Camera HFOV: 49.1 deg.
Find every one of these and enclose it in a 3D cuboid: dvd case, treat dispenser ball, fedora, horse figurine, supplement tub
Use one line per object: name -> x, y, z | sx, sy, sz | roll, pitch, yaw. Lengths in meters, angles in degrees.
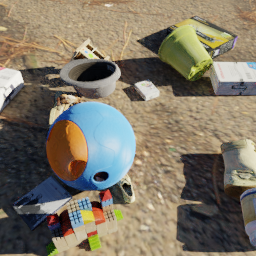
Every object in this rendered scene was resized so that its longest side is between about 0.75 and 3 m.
dvd case -> -2.718, 2.350, 8.924 | 1.157, 0.190, 1.540 | 36, 56, 29
treat dispenser ball -> -1.144, 0.569, 8.850 | 2.781, 2.781, 2.781 | 0, 47, 0
fedora -> -1.486, -1.952, 11.650 | 2.455, 1.109, 2.171 | 0, 42, 6
horse figurine -> -2.177, -1.050, 10.726 | 1.416, 0.353, 0.938 | -1, 19, -44
supplement tub -> 3.894, 2.594, 8.113 | 1.047, 1.047, 1.450 | 5, 47, 5

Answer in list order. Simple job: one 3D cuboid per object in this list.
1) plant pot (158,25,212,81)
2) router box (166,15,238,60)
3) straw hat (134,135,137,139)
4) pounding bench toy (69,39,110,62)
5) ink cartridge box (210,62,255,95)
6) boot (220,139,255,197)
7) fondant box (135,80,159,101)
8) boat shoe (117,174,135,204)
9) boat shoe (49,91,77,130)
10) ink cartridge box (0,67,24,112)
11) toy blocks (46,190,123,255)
plant pot -> 2.829, -3.335, 13.126 | 2.104, 2.104, 1.934 | -24, 63, -20
router box -> 3.929, -4.884, 15.158 | 2.357, 0.783, 2.998 | -31, 54, -25
straw hat -> -0.285, 0.285, 10.575 | 1.203, 1.203, 0.509 | 38, 99, 29
pounding bench toy -> -1.924, -2.877, 13.182 | 1.431, 1.835, 1.140 | 39, 50, -8
ink cartridge box -> 4.877, -2.254, 12.705 | 2.010, 0.847, 1.467 | 0, 47, 0
boot -> 4.448, 1.351, 9.364 | 2.565, 0.933, 1.993 | 2, 48, 7
fondant box -> 0.850, -1.710, 12.593 | 0.716, 0.289, 0.993 | -21, 52, -18
boat shoe -> -0.094, 1.833, 9.237 | 0.474, 0.427, 1.315 | -13, 49, -12
boat shoe -> -2.458, -0.439, 10.901 | 0.931, 1.028, 2.884 | 0, 49, -4
ink cartridge box -> -5.779, -1.713, 12.204 | 1.464, 0.853, 2.022 | 13, 49, 12
toy blocks -> -1.250, 2.565, 7.755 | 2.358, 1.612, 1.178 | -16, 49, -14
